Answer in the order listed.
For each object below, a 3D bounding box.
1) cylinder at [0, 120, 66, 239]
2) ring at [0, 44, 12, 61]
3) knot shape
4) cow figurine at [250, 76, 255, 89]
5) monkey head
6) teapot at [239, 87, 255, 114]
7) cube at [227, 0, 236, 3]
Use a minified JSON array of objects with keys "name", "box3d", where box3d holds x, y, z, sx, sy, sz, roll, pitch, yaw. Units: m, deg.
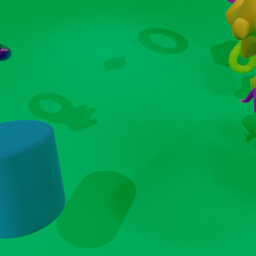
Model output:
[{"name":"cylinder","box3d":[-1.682,0.700,4.203,1.305,1.305,1.305,-3,22,1]},{"name":"ring","box3d":[-3.369,-1.744,6.252,1.439,0.288,1.439,8,21,-3]},{"name":"knot shape","box3d":[3.077,-2.199,7.256,0.628,1.271,1.358,17,79,29]},{"name":"cow figurine","box3d":[3.125,-0.748,6.255,1.060,1.043,0.582,30,49,0]},{"name":"monkey head","box3d":[2.213,-1.651,4.517,1.629,1.172,0.982,-18,31,-9]},{"name":"teapot","box3d":[2.875,-0.437,5.425,1.034,0.815,1.664,-2,28,-30]},{"name":"cube","box3d":[2.534,-4.180,7.271,1.195,1.195,1.195,27,33,-9]}]
